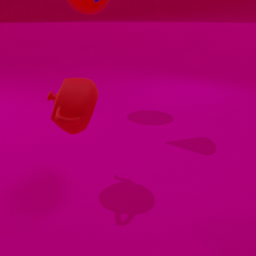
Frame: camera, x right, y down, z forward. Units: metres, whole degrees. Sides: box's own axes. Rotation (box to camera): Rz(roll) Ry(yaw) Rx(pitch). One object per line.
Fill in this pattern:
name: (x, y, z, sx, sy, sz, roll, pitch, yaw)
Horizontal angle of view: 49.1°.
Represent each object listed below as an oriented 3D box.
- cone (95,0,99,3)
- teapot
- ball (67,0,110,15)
cone: (-0.431, -3.158, 6.017, 1.042, 1.046, 1.042, 32, 24, -16)
teapot: (-0.932, -0.423, 4.582, 0.744, 0.945, 1.519, 19, 24, -14)
ball: (-1.117, -3.854, 7.786, 1.324, 1.324, 1.324, 0, 23, 0)
